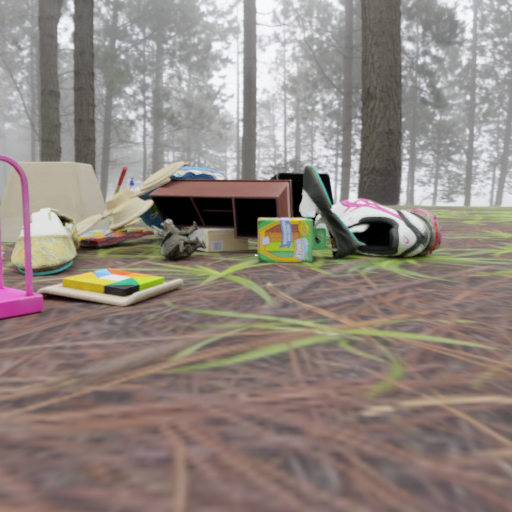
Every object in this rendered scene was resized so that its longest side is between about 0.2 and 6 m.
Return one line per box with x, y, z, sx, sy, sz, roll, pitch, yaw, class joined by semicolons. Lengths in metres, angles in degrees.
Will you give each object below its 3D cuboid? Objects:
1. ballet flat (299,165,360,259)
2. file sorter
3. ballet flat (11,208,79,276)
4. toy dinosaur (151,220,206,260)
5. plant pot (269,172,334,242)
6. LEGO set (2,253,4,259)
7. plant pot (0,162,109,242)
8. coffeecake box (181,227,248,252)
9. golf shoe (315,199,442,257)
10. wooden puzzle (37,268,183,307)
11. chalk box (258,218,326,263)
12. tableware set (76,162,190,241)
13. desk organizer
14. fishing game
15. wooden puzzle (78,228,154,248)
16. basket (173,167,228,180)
1.210;-0.735;10.217;0.635;1.857;0.631;-32;9;2;ballet flat
-3.801;-0.249;5.811;2.668;1.673;1.854;5;8;38;file sorter
-3.555;-0.324;9.541;1.033;1.033;2.921;-1;7;-12;ballet flat
-1.419;-0.173;10.309;0.867;0.652;1.695;-22;26;2;toy dinosaur
0.820;-1.024;13.463;1.639;1.635;1.454;-5;-5;-35;plant pot
-5.151;-0.189;10.428;1.302;0.485;0.599;4;8;29;LEGO set
-5.206;-1.419;14.570;2.244;1.987;2.242;1;7;4;plant pot
-0.910;-0.381;12.137;0.982;0.467;1.279;-4;8;-31;coffeecake box
2.116;-0.593;11.272;1.388;1.095;3.015;-5;8;-36;golf shoe
-1.743;0.351;6.826;1.339;0.249;1.238;2;7;20;wooden puzzle
0.651;-0.298;10.123;1.245;0.777;0.772;-1;7;1;chalk box
-2.835;-1.056;11.980;2.540;0.353;3.040;-17;24;35;tableware set
-0.712;-0.965;11.532;2.763;0.991;1.064;2;24;15;desk organizer
-1.792;-1.140;13.927;3.618;0.562;2.591;8;-34;-25;fishing game
-3.518;-0.434;12.849;1.315;0.156;2.218;5;15;35;wooden puzzle
-1.818;-1.602;16.209;2.463;1.943;2.793;-1;15;-15;basket
